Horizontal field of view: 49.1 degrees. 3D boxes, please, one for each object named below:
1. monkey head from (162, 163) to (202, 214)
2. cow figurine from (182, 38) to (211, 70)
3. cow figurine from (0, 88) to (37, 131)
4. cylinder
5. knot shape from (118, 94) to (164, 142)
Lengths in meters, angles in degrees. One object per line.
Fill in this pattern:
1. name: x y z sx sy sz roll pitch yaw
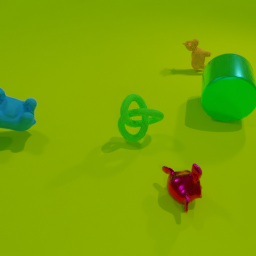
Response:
1. monkey head: 1.032 1.000 5.126 0.625 0.746 1.037 -13 47 -14
2. cow figurine: 2.208 -2.407 9.180 0.961 0.977 0.536 9 17 -6
3. cow figurine: -2.976 -0.268 6.518 1.600 1.575 0.878 16 60 -22
4. cylinder: 2.607 -1.064 7.300 1.335 1.335 1.335 8 39 10
5. knot shape: 0.306 -0.229 6.355 1.036 1.107 0.512 -3 34 -9
